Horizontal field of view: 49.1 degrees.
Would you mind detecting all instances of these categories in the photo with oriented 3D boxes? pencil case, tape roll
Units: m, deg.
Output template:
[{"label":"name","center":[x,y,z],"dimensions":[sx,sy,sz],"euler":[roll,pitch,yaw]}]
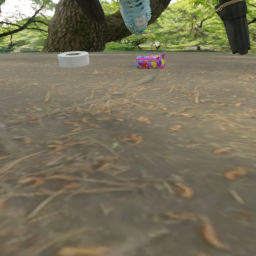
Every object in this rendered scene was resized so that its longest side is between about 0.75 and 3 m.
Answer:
[{"label":"pencil case","center":[0.557,-1.660,7.026],"dimensions":[0.847,0.374,0.374],"euler":[8,19,43]},{"label":"tape roll","center":[-2.059,-2.608,10.632],"dimensions":[1.155,0.404,1.155],"euler":[-2,25,1]}]

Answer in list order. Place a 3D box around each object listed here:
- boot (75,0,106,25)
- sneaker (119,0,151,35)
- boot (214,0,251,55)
[{"label":"boot","center":[-1.134,-3.023,5.915],"dimensions":[0.675,1.206,1.744],"euler":[-31,58,0]},{"label":"sneaker","center":[0.288,-3.397,7.896],"dimensions":[0.996,1.104,2.695],"euler":[-26,-1,6]},{"label":"boot","center":[3.439,-3.213,9.094],"dimensions":[1.006,1.797,2.599],"euler":[-10,9,25]}]
